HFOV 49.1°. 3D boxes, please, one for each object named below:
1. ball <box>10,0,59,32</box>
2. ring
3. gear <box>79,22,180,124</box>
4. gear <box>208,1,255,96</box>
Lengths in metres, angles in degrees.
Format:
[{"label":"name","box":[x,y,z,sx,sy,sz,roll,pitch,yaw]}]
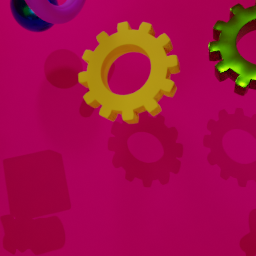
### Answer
[{"label":"ball","box":[-2.274,-2.944,6.856,1.147,1.147,1.147,0,78,0]},{"label":"ring","box":[-1.464,-3.103,5.747,0.366,1.831,1.831,19,77,28]},{"label":"gear","box":[0.000,-1.129,5.717,2.030,0.375,2.030,-3,79,17]},{"label":"gear","box":[2.568,-1.532,5.235,2.008,0.371,2.008,-6,69,15]}]
